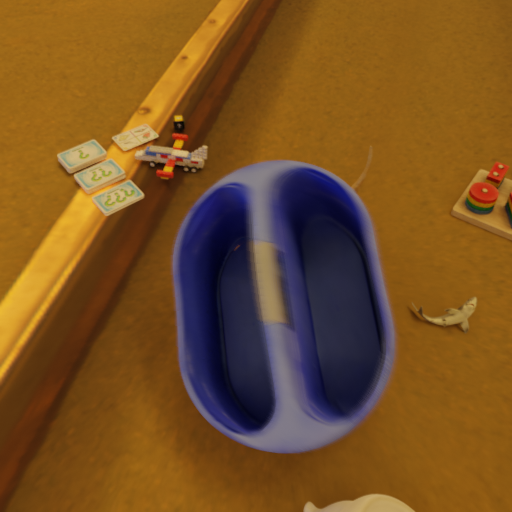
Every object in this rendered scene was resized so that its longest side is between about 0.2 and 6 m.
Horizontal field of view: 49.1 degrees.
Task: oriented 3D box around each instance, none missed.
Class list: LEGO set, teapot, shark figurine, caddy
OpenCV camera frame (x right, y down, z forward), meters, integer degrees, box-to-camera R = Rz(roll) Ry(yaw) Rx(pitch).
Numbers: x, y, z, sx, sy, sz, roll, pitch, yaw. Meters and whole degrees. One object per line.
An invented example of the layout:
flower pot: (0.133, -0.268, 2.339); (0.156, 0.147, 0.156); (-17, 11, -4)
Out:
LEGO set: (-2.812, -2.547, 13.585); (3.305, 0.811, 2.469); (-30, 57, -25)
teapot: (1.499, 4.073, 7.095); (1.759, 1.302, 1.782); (32, 30, -8)
shark figurine: (3.547, 1.098, 10.503); (1.138, 0.680, 0.475); (-8, 19, 15)
caddy: (0.390, 0.698, 8.528); (3.096, 2.299, 4.380); (-12, 67, 11)

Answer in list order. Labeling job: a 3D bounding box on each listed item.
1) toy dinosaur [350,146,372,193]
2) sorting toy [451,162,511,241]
toy dinosaur: (1.580, -0.917, 11.256); (0.832, 2.857, 1.445); (49, 22, 6)
sorting toy: (5.586, -1.273, 12.458); (1.794, 0.624, 1.783); (28, 53, 23)
